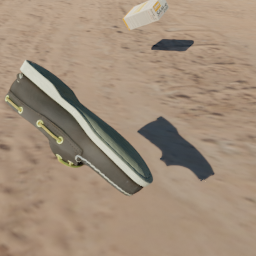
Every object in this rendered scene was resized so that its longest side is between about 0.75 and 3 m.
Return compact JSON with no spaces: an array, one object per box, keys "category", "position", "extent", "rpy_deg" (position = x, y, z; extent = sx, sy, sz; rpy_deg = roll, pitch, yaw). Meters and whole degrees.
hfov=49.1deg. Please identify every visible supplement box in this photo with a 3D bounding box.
[{"category":"supplement box","position":[0.574,-3.761,9.196],"extent":[1.303,0.479,0.821],"rpy_deg":[0,46,44]}]

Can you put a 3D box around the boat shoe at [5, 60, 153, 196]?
[{"category":"boat shoe","position":[-0.655,0.067,3.419],"extent":[2.200,0.663,0.784],"rpy_deg":[43,9,18]}]
